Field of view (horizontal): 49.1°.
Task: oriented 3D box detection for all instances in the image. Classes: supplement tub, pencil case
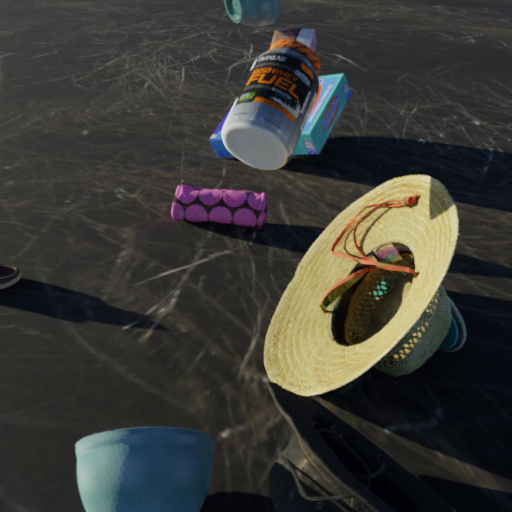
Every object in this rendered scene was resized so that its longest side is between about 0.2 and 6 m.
[{"bbox_3d":[0.261,-2.132,7.825,1.022,1.022,1.668,13,66,19],"label":"supplement tub"},{"bbox_3d":[-0.718,-1.041,11.635,1.977,0.897,0.926,8,-4,10],"label":"pencil case"}]

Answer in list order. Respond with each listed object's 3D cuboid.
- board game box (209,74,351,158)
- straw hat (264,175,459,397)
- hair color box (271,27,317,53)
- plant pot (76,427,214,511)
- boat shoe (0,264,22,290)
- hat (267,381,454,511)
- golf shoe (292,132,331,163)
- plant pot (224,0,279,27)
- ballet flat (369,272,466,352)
[{"bbox_3d":[0.594,-3.517,14.191,3.023,0.680,2.299,5,52,35],"label":"board game box"},{"bbox_3d":[1.899,0.724,8.035,1.587,3.751,3.751,38,27,-20],"label":"straw hat"},{"bbox_3d":[0.695,-4.037,11.895,0.885,0.510,1.596,8,71,14],"label":"hair color box"},{"bbox_3d":[-1.147,2.461,5.836,1.474,1.474,0.987,-3,60,-5],"label":"plant pot"},{"bbox_3d":[-4.977,0.248,9.820,1.618,0.582,0.584,2,33,3],"label":"boat shoe"},{"bbox_3d":[0.925,2.515,5.602,1.120,2.776,2.776,-52,48,-2],"label":"hat"},{"bbox_3d":[1.283,-3.531,15.191,1.348,1.109,2.853,10,34,17],"label":"golf shoe"},{"bbox_3d":[-0.175,-5.328,11.681,0.792,1.182,1.182,-28,41,-20],"label":"plant pot"},{"bbox_3d":[2.618,0.678,9.056,0.842,0.842,2.424,-16,36,-24],"label":"ballet flat"}]
